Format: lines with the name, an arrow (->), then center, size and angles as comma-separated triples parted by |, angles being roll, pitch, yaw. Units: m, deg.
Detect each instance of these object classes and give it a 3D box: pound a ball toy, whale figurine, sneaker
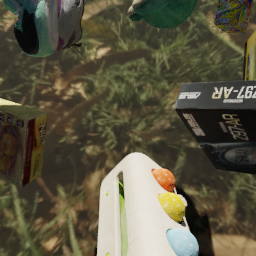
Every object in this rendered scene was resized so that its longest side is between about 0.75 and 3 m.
pound a ball toy -> 0.517, 1.352, 3.883 | 1.607, 2.465, 1.047 | 39, 107, -18
whale figurine -> 0.815, -2.674, 5.990 | 1.739, 2.186, 1.134 | -24, 108, 26
sneaker -> -1.640, -2.857, 5.681 | 1.038, 1.869, 2.671 | -2, 108, 36

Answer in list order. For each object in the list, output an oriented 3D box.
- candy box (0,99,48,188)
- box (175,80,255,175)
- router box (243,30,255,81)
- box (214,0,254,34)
candy box -> -2.919, 0.091, 5.727 | 2.467, 0.682, 1.424 | 16, 108, 14
box -> 2.055, 0.115, 4.577 | 1.845, 2.303, 0.501 | 4, 62, 37
router box -> 2.169, -1.022, 4.614 | 0.291, 0.875, 1.113 | 4, 84, 6
box -> 2.037, -2.261, 5.364 | 0.458, 0.751, 0.723 | 17, 104, 31
